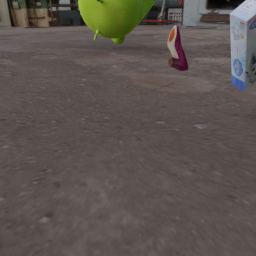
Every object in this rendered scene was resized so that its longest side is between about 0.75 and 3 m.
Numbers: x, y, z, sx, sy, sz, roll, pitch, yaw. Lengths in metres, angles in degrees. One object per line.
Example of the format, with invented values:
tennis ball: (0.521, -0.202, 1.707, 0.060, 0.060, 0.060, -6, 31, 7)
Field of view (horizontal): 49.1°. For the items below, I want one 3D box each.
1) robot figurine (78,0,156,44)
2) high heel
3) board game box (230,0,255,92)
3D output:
robot figurine: (-0.111, -2.170, 4.556, 1.024, 1.553, 1.770, 23, 55, 9)
high heel: (1.160, -1.786, 6.319, 0.483, 1.004, 0.338, 9, -5, -25)
board game box: (3.822, -2.648, 7.343, 2.609, 2.596, 0.566, -40, 55, -5)
